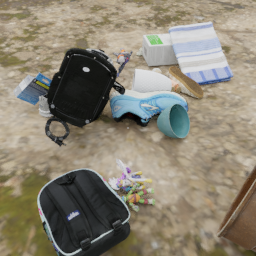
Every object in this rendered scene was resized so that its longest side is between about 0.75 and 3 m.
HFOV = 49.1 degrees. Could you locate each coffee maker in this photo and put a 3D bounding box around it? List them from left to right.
[{"bbox_3d":[-1.485,-1.189,8.592,2.615,1.833,2.722,-40,13,8],"label":"coffee maker"}]

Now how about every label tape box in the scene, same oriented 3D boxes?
[{"bbox_3d":[-3.147,-1.388,9.485,1.154,0.827,0.381,-44,59,10],"label":"label tape box"}]

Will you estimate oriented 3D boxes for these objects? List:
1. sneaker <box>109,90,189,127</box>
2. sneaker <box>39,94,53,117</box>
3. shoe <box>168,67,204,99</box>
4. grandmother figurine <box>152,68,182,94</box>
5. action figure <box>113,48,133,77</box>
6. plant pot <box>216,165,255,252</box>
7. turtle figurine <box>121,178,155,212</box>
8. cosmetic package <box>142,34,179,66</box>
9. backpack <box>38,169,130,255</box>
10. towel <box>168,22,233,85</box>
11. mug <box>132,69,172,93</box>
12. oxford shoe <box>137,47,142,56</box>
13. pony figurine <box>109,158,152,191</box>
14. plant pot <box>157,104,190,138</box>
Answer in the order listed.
[{"bbox_3d":[0.696,-0.526,9.323,2.637,1.033,1.186,0,66,-2],"label":"sneaker"},{"bbox_3d":[-2.260,-1.186,9.947,0.775,0.850,2.073,26,48,24],"label":"sneaker"},{"bbox_3d":[2.201,-1.686,10.831,0.616,0.470,1.761,-23,60,-35],"label":"shoe"},{"bbox_3d":[1.463,-1.881,11.064,0.976,0.488,1.610,4,34,-37],"label":"grandmother figurine"},{"bbox_3d":[-0.359,-2.786,11.576,0.631,1.205,1.166,27,14,-18],"label":"action figure"},{"bbox_3d":[3.487,1.796,5.449,2.514,2.540,2.540,32,50,22],"label":"plant pot"},{"bbox_3d":[0.285,1.664,6.745,0.806,0.831,0.598,0,43,-21],"label":"turtle figurine"},{"bbox_3d":[1.936,-3.555,12.600,2.380,1.010,1.281,-8,41,-9],"label":"cosmetic package"},{"bbox_3d":[-0.988,1.845,5.986,1.655,1.403,1.864,-25,51,-26],"label":"backpack"},{"bbox_3d":[2.991,-3.122,11.614,2.098,0.340,2.857,-10,72,-10],"label":"towel"},{"bbox_3d":[0.833,-1.513,10.289,1.335,1.124,1.522,7,10,-4],"label":"mug"},{"bbox_3d":[0.643,-3.684,13.357,0.305,0.234,0.810,22,47,19],"label":"oxford shoe"},{"bbox_3d":[-0.005,1.288,7.191,0.957,0.797,0.923,6,14,-31],"label":"pony figurine"},{"bbox_3d":[1.338,-0.176,8.790,0.719,1.067,1.067,-11,25,45],"label":"plant pot"}]
